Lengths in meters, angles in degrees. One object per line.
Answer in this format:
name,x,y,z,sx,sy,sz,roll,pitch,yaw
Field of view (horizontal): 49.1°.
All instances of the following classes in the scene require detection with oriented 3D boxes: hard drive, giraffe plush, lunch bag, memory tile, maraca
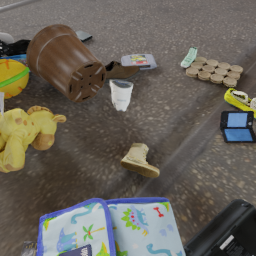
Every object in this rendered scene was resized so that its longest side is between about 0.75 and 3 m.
hard drive,-2.614,-5.158,15.753,1.061,0.175,0.741,31,51,28
giraffe plush,-3.233,0.081,9.101,2.143,2.483,2.014,29,21,33
lunch bag,-0.346,2.872,5.689,2.980,1.899,2.533,1,42,-13
memory tile,4.029,-2.643,13.061,2.324,0.195,1.782,21,47,20
maraca,-5.329,-1.926,11.457,2.864,1.532,1.964,-9,26,21

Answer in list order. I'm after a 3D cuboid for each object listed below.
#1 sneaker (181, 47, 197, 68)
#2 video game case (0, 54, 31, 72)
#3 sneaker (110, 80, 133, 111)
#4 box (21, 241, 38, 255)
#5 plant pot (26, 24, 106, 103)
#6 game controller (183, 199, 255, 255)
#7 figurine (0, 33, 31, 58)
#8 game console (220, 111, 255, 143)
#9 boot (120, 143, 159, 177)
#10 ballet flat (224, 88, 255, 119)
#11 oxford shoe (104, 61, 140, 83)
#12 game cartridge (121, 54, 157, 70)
sneaker,2.943,-3.460,13.528,0.462,0.741,1.256,24,50,22
video game case,-5.101,-2.749,12.362,2.110,1.510,0.188,-11,81,-12
sneaker,-0.268,-1.068,8.953,0.783,0.916,2.103,7,12,0
box,-1.755,3.548,6.235,1.528,0.482,1.937,-1,43,-1
plant pot,-2.380,-2.489,11.420,2.529,2.529,2.504,-30,58,-28
game controller,2.500,2.974,6.913,2.878,0.606,1.502,-30,65,-27
figurine,-5.899,-3.725,12.579,2.800,1.205,2.732,20,14,21
game console,3.959,-0.060,9.964,1.192,1.027,0.708,0,17,0
boot,0.524,1.004,8.990,1.276,0.464,0.992,15,45,20
ballet flat,4.673,-0.965,10.926,0.658,0.660,1.970,-32,52,-29
oxford shoe,-0.396,-2.588,12.526,2.045,0.863,0.743,-14,43,-16
game cartridge,0.504,-3.223,13.615,1.615,0.330,1.075,-6,39,-6
